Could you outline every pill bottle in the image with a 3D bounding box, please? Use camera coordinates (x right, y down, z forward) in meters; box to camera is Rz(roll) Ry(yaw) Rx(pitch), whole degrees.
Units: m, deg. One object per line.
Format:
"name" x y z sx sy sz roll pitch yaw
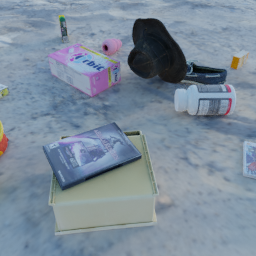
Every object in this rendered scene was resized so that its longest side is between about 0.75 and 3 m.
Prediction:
"pill bottle" 2.554 -0.943 9.448 1.852 1.025 1.025 0 40 -1

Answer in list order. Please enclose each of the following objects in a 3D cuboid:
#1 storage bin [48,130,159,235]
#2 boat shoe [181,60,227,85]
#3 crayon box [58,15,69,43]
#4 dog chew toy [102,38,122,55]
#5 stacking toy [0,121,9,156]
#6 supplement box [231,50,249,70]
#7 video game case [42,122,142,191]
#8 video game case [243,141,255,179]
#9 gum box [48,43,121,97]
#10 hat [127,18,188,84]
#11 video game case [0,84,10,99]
"storage bin" -0.605 1.187 6.894 2.321 1.088 2.304 -4 40 -4
"boat shoe" 2.541 -2.229 11.130 2.696 0.834 1.009 21 44 23
"crayon box" -3.291 -5.067 14.320 0.320 1.097 0.946 -9 41 -11
"dog chew toy" -0.720 -3.923 13.322 0.718 0.718 1.154 23 37 25
"stacking toy" -4.521 1.120 7.423 2.774 1.172 2.511 -13 67 -10
"supplement box" 4.908 -2.997 12.272 0.882 0.556 0.324 -33 49 -32
"video game case" -0.865 0.577 6.656 1.960 0.186 1.401 -20 44 -22
"video game case" 3.893 0.960 7.868 1.237 0.156 1.358 11 41 14
"gum box" -1.818 -2.448 11.317 2.762 0.913 1.568 31 50 31
"hat" 0.723 -2.534 10.307 1.213 3.007 3.007 -39 51 -13
"video game case" -5.703 -1.290 10.405 1.864 0.334 1.689 21 44 23
